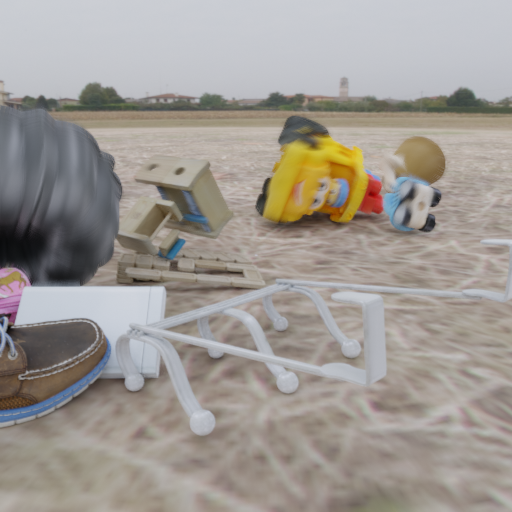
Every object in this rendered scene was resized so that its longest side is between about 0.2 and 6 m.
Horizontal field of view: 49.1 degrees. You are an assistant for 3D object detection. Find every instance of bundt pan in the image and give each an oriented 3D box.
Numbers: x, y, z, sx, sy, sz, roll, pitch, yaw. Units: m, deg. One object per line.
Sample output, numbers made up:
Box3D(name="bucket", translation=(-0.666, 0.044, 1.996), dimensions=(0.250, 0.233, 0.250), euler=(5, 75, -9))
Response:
Box3D(name="bundt pan", translation=(-2.910, -0.335, 6.625), dimensions=(2.798, 2.798, 1.050), euler=(-6, 51, -21))

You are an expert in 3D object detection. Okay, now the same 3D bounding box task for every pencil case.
Box3D(name="pencil case", translation=(-3.259, 0.709, 5.638), dimensions=(0.905, 0.866, 2.091), euler=(35, 31, 26))

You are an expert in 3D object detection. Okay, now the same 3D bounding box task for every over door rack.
Box3D(name="over door rack", translation=(0.464, 0.717, 4.888), dimensions=(2.226, 1.004, 3.013), euler=(-15, 1, -43))

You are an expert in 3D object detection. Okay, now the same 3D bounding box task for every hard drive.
Box3D(name="hard drive", translation=(-1.693, 0.758, 5.670), dimensions=(1.464, 0.195, 0.965), euler=(0, 57, 0))

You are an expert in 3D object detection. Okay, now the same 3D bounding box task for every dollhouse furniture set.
Box3D(name="dollhouse furniture set", translation=(-1.461, -0.578, 8.968), dimensions=(1.205, 1.211, 1.719), euler=(13, 56, 33))

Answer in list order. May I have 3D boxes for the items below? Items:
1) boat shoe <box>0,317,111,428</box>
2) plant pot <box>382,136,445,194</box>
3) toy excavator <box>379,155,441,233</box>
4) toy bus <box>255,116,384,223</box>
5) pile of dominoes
Box3D(name="boat shoe", translation=(-2.316, 0.920, 4.608), dimensions=(2.346, 0.849, 0.847), euler=(-17, 44, -34))
Box3D(name="plant pot", translation=(4.216, -2.326, 15.569), dimensions=(1.468, 1.468, 1.575), euler=(15, 42, 42))
Box3D(name="toy excavator", translation=(2.910, -1.290, 11.322), dimensions=(0.791, 1.540, 1.584), euler=(12, 2, -25))
Box3D(name="toy bus", translation=(1.555, -1.558, 12.092), dimensions=(2.720, 1.922, 2.833), euler=(22, 25, 0))
Box3D(name="pile of dominoes", translation=(-1.020, 0.248, 8.593), dimensions=(2.128, 0.339, 1.658), euler=(6, 15, -9))
